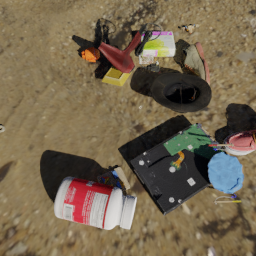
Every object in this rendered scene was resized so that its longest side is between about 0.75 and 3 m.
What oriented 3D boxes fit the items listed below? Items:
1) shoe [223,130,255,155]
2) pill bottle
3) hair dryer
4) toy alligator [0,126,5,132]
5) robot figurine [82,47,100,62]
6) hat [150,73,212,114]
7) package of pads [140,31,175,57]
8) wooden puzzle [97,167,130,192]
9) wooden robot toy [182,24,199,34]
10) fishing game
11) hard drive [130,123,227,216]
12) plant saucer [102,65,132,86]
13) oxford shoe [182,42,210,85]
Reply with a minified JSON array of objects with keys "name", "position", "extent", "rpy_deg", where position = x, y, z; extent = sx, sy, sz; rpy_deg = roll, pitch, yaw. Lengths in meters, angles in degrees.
[{"name":"shoe","position":[4.457,0.262,9.455],"extent":[2.329,1.060,0.832],"rpy_deg":[-7,60,-4]},{"name":"pill bottle","position":[-0.915,2.240,8.215],"extent":[2.202,1.236,1.236],"rpy_deg":[11,61,6]},{"name":"hair dryer","position":[0.065,-2.821,10.065],"extent":[2.249,1.713,0.611],"rpy_deg":[-3,16,-2]},{"name":"toy alligator","position":[-4.956,0.703,9.460],"extent":[0.670,0.613,2.260],"rpy_deg":[17,61,10]},{"name":"robot figurine","position":[-1.527,-3.069,11.737],"extent":[0.789,0.460,0.568],"rpy_deg":[-6,40,-2]},{"name":"hat","position":[1.895,-1.120,10.325],"extent":[2.212,0.892,2.212],"rpy_deg":[1,53,-1]},{"name":"package of pads","position":[1.250,-3.585,11.999],"extent":[1.471,0.502,1.136],"rpy_deg":[-2,60,-1]},{"name":"wooden puzzle","position":[-0.475,1.750,9.095],"extent":[0.880,0.204,0.815],"rpy_deg":[-22,62,-12]},{"name":"wooden robot toy","position":[2.827,-4.443,12.684],"extent":[0.787,0.347,0.357],"rpy_deg":[-14,96,-8]},{"name":"fishing game","position":[3.027,1.390,8.724],"extent":[1.320,0.287,1.843],"rpy_deg":[-1,76,-18]},{"name":"hard drive","position":[1.776,1.234,9.194],"extent":[2.876,0.544,2.009],"rpy_deg":[-30,64,-15]},{"name":"plant saucer","position":[-0.440,-2.078,10.800],"extent":[0.928,0.225,0.928],"rpy_deg":[17,57,24]},{"name":"oxford shoe","position":[2.752,-2.452,11.296],"extent":[0.848,0.814,2.298],"rpy_deg":[-14,54,12]}]
